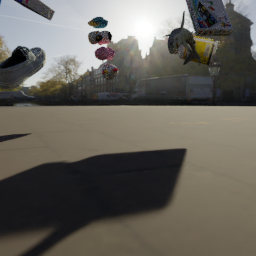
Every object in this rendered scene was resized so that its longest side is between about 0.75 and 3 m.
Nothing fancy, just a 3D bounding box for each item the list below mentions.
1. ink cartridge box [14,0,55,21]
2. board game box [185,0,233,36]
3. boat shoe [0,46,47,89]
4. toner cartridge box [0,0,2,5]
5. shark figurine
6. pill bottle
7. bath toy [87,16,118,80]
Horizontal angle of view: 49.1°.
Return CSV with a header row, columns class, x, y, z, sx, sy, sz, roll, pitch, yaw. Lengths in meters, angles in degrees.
class,x,y,z,sx,sy,sz,roll,pitch,yaw
ink cartridge box,-3.383,-4.166,8.843,1.200,0.470,2.534,30,8,6
board game box,2.730,-3.955,9.575,1.215,1.925,0.333,-3,-26,-9
boat shoe,-3.829,-2.466,10.272,0.934,0.953,2.676,12,42,10
toner cartridge box,-2.784,-2.763,4.884,0.525,2.432,1.155,-35,-43,27
shark figurine,1.354,-2.323,7.454,0.791,1.132,1.895,3,2,32
pill bottle,2.608,-3.140,11.107,1.759,0.979,0.979,18,10,13
bath toy,-0.970,-3.207,11.522,1.079,2.482,0.917,-17,9,-22
